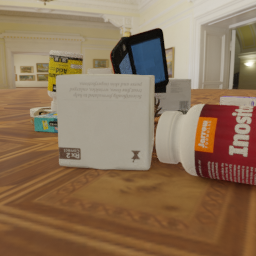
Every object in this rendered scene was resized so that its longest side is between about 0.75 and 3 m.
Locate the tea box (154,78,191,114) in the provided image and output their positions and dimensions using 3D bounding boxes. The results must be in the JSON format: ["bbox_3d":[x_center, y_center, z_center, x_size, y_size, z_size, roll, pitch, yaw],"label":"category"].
[{"bbox_3d":[1.623,-1.879,16.006,2.839,1.897,2.793,-5,11,-24],"label":"tea box"}]

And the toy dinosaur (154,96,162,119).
[{"bbox_3d":[0.617,-0.637,11.458,1.968,1.246,2.903,5,15,-6],"label":"toy dinosaur"}]

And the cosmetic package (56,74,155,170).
[{"bbox_3d":[-0.384,-0.312,7.066,2.049,2.051,2.486,1,10,6],"label":"cosmetic package"}]

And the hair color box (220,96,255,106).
[{"bbox_3d":[4.741,-0.584,10.875,2.228,1.218,0.722,8,12,33],"label":"hair color box"}]

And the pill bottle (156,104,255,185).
[{"bbox_3d":[1.940,0.288,5.426,2.608,1.473,1.473,4,11,26],"label":"pill bottle"}]

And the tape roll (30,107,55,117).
[{"bbox_3d":[-4.036,-0.835,14.615,2.044,0.373,2.044,-1,11,0],"label":"tape roll"}]

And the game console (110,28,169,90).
[{"bbox_3d":[0.555,-2.216,10.863,1.519,2.560,2.206,1,39,20],"label":"game console"}]

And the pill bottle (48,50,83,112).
[{"bbox_3d":[-3.026,-2.211,13.439,1.562,2.806,1.562,6,13,-1],"label":"pill bottle"}]

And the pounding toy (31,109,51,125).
[{"bbox_3d":[-3.547,-0.278,11.690,0.776,0.778,1.356,27,18,-7],"label":"pounding toy"}]

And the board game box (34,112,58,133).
[{"bbox_3d":[-2.013,-0.237,10.799,2.445,0.574,1.846,3,11,17],"label":"board game box"}]

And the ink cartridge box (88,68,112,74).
[{"bbox_3d":[-1.046,-1.436,11.144,0.950,1.639,2.220,-4,5,-5],"label":"ink cartridge box"}]

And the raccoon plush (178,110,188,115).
[{"bbox_3d":[1.925,-0.099,9.650,1.739,0.841,1.165,8,21,34],"label":"raccoon plush"}]
